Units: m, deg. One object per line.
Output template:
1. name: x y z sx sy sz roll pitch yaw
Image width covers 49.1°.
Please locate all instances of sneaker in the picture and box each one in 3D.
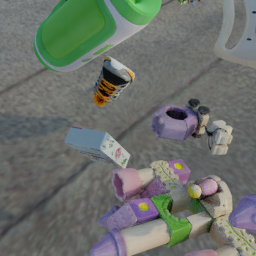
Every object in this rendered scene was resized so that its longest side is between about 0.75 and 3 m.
1. sneaker: -0.352 -0.841 5.531 0.656 1.677 0.648 35 76 -1

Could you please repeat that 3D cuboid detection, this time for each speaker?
1. speaker: -0.755 -2.013 5.409 2.844 1.258 1.258 -14 32 47

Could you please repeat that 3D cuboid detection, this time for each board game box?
1. board game box: -0.522 0.367 5.044 0.761 1.032 0.332 10 69 29

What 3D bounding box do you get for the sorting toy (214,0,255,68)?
1. sorting toy: 2.856 -1.910 5.128 2.367 2.629 1.405 13 44 22

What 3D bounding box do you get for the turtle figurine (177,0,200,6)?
1. turtle figurine: 1.506 -3.595 6.990 0.877 1.219 1.182 -53 23 -17

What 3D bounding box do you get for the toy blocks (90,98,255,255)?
1. toy blocks: 0.362 1.115 3.522 1.891 2.246 2.099 -8 36 -24
